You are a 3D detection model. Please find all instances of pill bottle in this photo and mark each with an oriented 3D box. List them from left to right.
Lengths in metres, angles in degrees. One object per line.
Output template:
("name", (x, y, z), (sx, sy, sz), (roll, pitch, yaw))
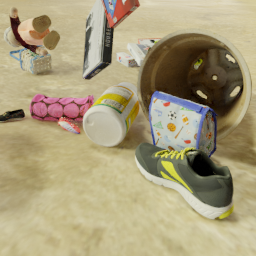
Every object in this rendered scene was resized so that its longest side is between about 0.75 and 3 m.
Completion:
("pill bottle", (-0.332, -0.496, 7.809), (1.172, 1.172, 2.078), (9, 34, 14))

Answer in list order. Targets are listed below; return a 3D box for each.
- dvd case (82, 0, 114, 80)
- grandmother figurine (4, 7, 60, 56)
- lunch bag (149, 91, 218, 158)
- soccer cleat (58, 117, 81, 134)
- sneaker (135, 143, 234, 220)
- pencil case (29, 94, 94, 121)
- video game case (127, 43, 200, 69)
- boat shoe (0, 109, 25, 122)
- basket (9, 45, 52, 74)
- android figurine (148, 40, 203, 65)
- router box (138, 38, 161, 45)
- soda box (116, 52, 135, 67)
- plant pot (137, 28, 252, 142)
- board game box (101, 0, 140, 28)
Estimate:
("dvd case", (-0.814, -2.375, 7.385), (0.307, 1.868, 2.486), (4, 0, -20))
("grandmother figurine", (-3.144, -2.906, 8.638), (0.804, 1.610, 2.654), (-37, 30, -31))
("lunch bag", (1.277, -0.044, 6.472), (1.401, 1.648, 1.021), (24, 58, 35))
("soccer cleat", (-1.671, -0.014, 7.960), (0.795, 0.304, 0.265), (34, 13, 22))
("sneaker", (1.153, 0.769, 5.867), (0.931, 1.058, 2.501), (-26, 40, -37))
("pencil case", (-1.953, -0.653, 8.433), (1.874, 0.850, 0.878), (3, 63, 3))
("video game case", (1.631, -3.324, 12.851), (2.919, 0.335, 2.660), (1, 31, -14))
("boat shoe", (-3.623, -0.386, 8.485), (0.944, 0.296, 0.345), (-10, 34, -14))
("basket", (-4.085, -3.046, 12.031), (1.549, 1.077, 1.365), (30, 42, 26))
("android figurine", (2.291, -3.218, 11.973), (2.773, 0.569, 2.524), (-14, 36, -29))
("router box", (1.321, -4.490, 15.057), (1.446, 0.353, 1.297), (-3, 32, -5))
("soda box", (-0.104, -3.155, 12.886), (0.395, 0.369, 1.160), (-16, 36, -24))
("plant pot", (2.155, -1.292, 7.939), (2.897, 2.897, 2.652), (18, 26, 27))
("board game box", (-0.208, -1.947, 3.697), (0.103, 1.058, 0.545), (-15, -6, -43))
